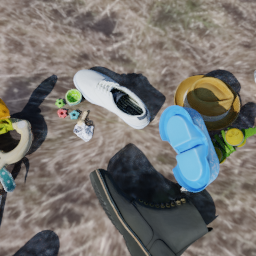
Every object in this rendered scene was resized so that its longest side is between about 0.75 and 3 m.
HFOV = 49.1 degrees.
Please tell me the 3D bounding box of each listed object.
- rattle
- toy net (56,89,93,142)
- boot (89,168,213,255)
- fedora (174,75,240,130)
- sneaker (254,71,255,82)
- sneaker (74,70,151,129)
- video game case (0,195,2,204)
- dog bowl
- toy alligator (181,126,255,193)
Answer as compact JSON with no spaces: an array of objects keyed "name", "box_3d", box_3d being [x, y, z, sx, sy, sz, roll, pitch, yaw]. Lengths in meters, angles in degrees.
[{"name":"rattle","box_3d":[-3.361,0.490,7.196,1.422,1.561,2.185,16,60,-8]},{"name":"toy net","box_3d":[-1.561,-0.321,8.176,0.844,0.311,1.609,-22,72,-8]},{"name":"boot","box_3d":[0.532,1.935,7.049,2.033,1.138,2.939,-31,86,-15]},{"name":"fedora","box_3d":[2.362,-0.885,8.123,1.969,0.803,1.969,0,70,-1]},{"name":"sneaker","box_3d":[4.875,-1.581,8.444,2.029,0.775,0.817,-10,61,-5]},{"name":"sneaker","box_3d":[-0.455,-1.010,8.085,2.671,0.945,0.975,32,73,11]},{"name":"video game case","box_3d":[-4.150,2.677,7.138,1.429,0.180,1.996,3,69,2]},{"name":"dog bowl","box_3d":[1.458,0.435,6.644,0.513,1.153,2.069,-10,75,-35]},{"name":"toy alligator","box_3d":[2.155,0.687,7.206,2.539,0.842,0.610,-44,64,14]}]
